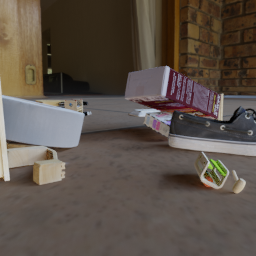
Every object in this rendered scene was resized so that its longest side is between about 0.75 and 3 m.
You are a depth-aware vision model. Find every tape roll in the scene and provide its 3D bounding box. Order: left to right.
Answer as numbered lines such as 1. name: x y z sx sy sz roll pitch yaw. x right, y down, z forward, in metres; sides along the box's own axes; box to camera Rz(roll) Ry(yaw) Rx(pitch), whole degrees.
1. tape roll: -2.299 -0.215 6.550 2.449 0.809 2.449 12 2 0

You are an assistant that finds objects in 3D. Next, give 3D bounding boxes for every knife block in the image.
1. knife block: -3.002 -0.877 13.022 2.173 0.792 2.475 -4 9 -30

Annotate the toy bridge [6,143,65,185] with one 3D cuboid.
1. toy bridge: -1.828 0.519 5.098 0.807 0.327 2.402 -4 9 -44

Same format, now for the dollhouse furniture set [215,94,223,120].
1. dollhouse furniture set: 2.614 -0.645 10.131 1.424 1.160 1.354 4 9 25

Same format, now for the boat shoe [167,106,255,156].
1. boat shoe: 2.391 0.002 6.239 2.985 0.989 1.044 4 10 19

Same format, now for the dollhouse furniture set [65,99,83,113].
1. dollhouse furniture set: -2.526 -0.650 10.938 1.334 0.935 0.940 1 8 4

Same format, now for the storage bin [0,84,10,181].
1. storage bin: -2.598 -0.054 4.560 0.766 1.634 1.622 -9 12 -36

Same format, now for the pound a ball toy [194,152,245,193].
1. pound a ball toy: 1.296 0.698 4.125 0.553 0.361 0.849 26 10 2

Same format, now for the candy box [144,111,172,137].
1. candy box: 1.079 -0.121 7.782 0.839 0.358 1.000 -9 29 -40

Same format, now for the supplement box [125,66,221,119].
1. supplement box: 1.371 -0.914 8.190 2.664 0.811 1.450 14 -8 -40

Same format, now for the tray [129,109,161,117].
1. tray: 1.358 -0.808 14.364 2.407 0.267 1.292 -4 10 -23
